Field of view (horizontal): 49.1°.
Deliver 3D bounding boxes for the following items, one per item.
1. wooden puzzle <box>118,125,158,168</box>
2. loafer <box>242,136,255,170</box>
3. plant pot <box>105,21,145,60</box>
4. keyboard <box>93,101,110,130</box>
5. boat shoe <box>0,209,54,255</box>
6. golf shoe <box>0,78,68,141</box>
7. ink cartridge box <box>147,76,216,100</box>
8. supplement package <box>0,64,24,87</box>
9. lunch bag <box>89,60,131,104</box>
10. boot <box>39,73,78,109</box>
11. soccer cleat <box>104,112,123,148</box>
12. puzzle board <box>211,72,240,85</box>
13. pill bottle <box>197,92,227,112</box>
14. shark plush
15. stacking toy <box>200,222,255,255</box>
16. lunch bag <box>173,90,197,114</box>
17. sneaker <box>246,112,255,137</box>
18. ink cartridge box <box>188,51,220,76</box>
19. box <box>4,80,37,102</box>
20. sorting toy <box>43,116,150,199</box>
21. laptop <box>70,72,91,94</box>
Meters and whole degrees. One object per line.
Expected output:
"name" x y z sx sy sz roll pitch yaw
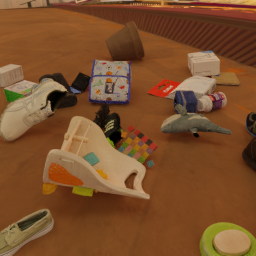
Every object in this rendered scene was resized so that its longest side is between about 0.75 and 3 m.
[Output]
"wooden puzzle" 0.281 0.619 8.663 1.554 0.109 0.922 40 85 28
"loafer" 4.424 1.091 7.613 1.078 1.053 2.953 -17 36 -28
"plant pot" -0.273 -5.381 18.044 2.090 2.397 2.397 -20 31 2
"keyboard" -0.904 -0.205 9.913 0.395 1.037 1.992 6 32 12
"boat shoe" -2.440 2.291 6.107 1.670 0.518 0.601 -24 38 -36
"golf shoe" -3.273 -0.617 9.793 1.360 1.095 2.796 20 65 38
"ink cartridge box" 2.606 -2.024 13.490 2.722 0.643 2.179 17 34 24
"supplement package" -6.266 -2.748 14.622 0.790 0.760 1.389 13 33 22
"lunch bag" -0.768 -2.034 12.774 1.874 1.365 2.204 3 55 2
"boot" -3.599 -1.756 12.616 2.056 0.819 2.494 -3 37 -30
"soccer cleat" -0.475 0.117 9.611 0.834 0.695 2.059 -15 30 25
"puzzle board" 5.202 -2.664 15.111 1.337 0.154 1.774 3 29 8
"pill bottle" 3.465 -1.074 11.795 1.241 0.691 0.691 -16 33 -25
"shark plush" 2.321 0.059 9.671 2.269 1.031 0.945 19 44 9
"stacking toy" 2.674 2.505 5.027 2.638 1.231 2.914 9 31 14
"lunch bag" 2.277 -0.957 11.405 0.848 0.871 1.282 -1 32 1
"sneaker" 4.703 0.025 9.622 0.806 0.942 2.274 4 30 4
"ink cartridge box" 4.301 -3.695 16.029 1.470 0.849 2.013 -6 28 5
"box" -4.637 -1.564 12.691 1.373 0.664 1.212 17 36 29
"sorting toy" -0.666 1.067 7.361 2.559 1.519 2.843 19 16 -6
"laptop" -2.593 -2.222 13.747 1.176 0.685 1.327 29 84 39
